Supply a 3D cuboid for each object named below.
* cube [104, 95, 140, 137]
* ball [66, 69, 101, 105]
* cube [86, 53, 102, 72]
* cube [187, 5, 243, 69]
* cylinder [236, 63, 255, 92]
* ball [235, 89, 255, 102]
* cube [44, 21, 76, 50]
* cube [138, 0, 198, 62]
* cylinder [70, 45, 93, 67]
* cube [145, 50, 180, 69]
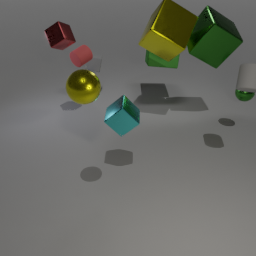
[{"bbox_3d":[-0.151,-0.338,7.764,0.700,0.700,0.700,-35,28,26],"label":"cube"},{"bbox_3d":[-0.891,-0.821,5.608,0.700,0.700,0.700,0,29,0],"label":"ball"},{"bbox_3d":[-1.679,-3.266,13.912,0.700,0.700,0.700,9,30,-7],"label":"cube"},{"bbox_3d":[3.161,-3.400,10.547,1.400,1.400,1.400,21,44,-22],"label":"cube"},{"bbox_3d":[3.492,-1.418,7.962,0.700,0.700,0.700,10,2,0],"label":"cylinder"},{"bbox_3d":[4.371,-1.340,10.462,0.700,0.700,0.700,0,29,0],"label":"ball"},{"bbox_3d":[-2.471,-3.353,10.234,0.700,0.700,0.700,-23,-2,25],"label":"cube"},{"bbox_3d":[1.435,-3.524,10.214,1.400,1.400,1.400,26,-11,-12],"label":"cube"},{"bbox_3d":[-1.958,-3.015,11.725,0.700,0.700,0.700,23,52,35],"label":"cylinder"},{"bbox_3d":[1.616,-3.647,13.119,1.400,1.400,1.400,4,21,-3],"label":"cube"}]
